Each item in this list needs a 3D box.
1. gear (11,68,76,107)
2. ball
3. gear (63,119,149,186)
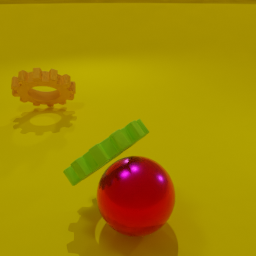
[{"bbox_3d":[-2.646,-1.233,8.862,1.919,1.919,0.355,-3,70,-5],"label":"gear"},{"bbox_3d":[0.128,1.100,4.597,1.284,1.284,1.284,0,26,0],"label":"ball"},{"bbox_3d":[-0.358,0.417,4.811,1.564,1.564,0.289,-30,83,-46],"label":"gear"}]
